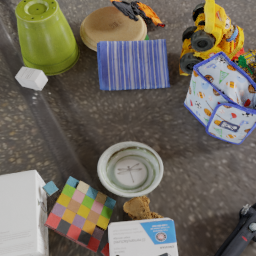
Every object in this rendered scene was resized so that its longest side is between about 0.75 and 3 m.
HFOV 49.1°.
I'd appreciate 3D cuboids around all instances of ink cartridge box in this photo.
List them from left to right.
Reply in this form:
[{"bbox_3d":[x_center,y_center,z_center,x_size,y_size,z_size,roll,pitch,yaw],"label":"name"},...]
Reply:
[{"bbox_3d":[0.410,3.430,6.801,1.617,0.942,2.236,-5,76,-2],"label":"ink cartridge box"}]

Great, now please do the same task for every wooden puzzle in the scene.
[{"bbox_3d":[-1.214,2.308,7.633,2.610,0.183,1.548,32,45,-10],"label":"wooden puzzle"}]

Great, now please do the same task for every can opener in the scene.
[{"bbox_3d":[3.034,2.949,7.485,2.529,0.802,0.994,-38,67,-20],"label":"can opener"}]

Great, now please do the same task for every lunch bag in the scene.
[{"bbox_3d":[3.047,-0.783,8.933,1.493,2.049,2.410,-31,65,-15],"label":"lunch bag"}]

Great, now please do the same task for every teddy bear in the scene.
[{"bbox_3d":[0.487,2.788,7.793,1.275,0.587,1.758,-41,75,-13],"label":"teddy bear"}]

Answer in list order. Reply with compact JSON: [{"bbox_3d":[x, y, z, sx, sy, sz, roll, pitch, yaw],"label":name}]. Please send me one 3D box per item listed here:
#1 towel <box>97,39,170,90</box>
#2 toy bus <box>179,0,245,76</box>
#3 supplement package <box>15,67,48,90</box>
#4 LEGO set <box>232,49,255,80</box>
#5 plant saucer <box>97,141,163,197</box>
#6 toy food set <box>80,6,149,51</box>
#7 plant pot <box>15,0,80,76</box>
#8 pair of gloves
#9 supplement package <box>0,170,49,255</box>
[{"bbox_3d":[0.203,-2.400,10.503,2.667,0.318,1.931,-3,83,-4],"label":"towel"},{"bbox_3d":[3.251,-2.978,10.034,2.473,2.576,1.748,13,62,-2],"label":"toy bus"},{"bbox_3d":[-3.541,-1.821,10.320,0.909,0.551,0.544,15,64,20],"label":"supplement package"},{"bbox_3d":[4.785,-1.658,9.587,1.411,1.873,2.436,-25,62,-6],"label":"LEGO set"},{"bbox_3d":[0.071,1.298,8.515,1.967,0.494,1.967,0,48,0],"label":"plant saucer"},{"bbox_3d":[-0.544,-4.003,11.618,2.846,0.692,2.817,33,65,18],"label":"toy food set"},{"bbox_3d":[-3.130,-3.569,10.488,2.296,2.211,2.296,0,60,1],"label":"plant pot"},{"bbox_3d":[0.360,-5.003,11.858,2.297,0.284,2.046,-9,52,-41],"label":"pair of gloves"},{"bbox_3d":[-2.914,2.409,7.542,1.247,1.243,2.126,-9,61,-6],"label":"supplement package"}]
